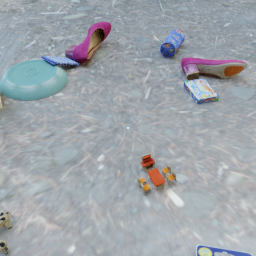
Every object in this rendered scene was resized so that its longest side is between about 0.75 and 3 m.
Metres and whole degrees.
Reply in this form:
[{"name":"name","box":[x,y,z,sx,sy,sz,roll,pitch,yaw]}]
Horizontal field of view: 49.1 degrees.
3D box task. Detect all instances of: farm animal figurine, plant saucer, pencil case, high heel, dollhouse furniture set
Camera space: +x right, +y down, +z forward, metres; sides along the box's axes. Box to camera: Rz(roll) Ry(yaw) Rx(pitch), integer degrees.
[{"name":"farm animal figurine","box":[-2.998,2.327,6.019,0.868,0.541,1.075,-5,42,-6]},{"name":"plant saucer","box":[-3.729,-2.035,11.019,2.653,0.477,2.653,0,41,0]},{"name":"pencil case","box":[2.090,-3.921,12.961,0.800,0.718,1.841,40,45,-6]},{"name":"high heel","box":[3.452,-2.603,11.399,2.505,0.843,1.201,-11,52,7]},{"name":"dollhouse furniture set","box":[0.657,1.152,7.314,0.945,0.487,0.935,-20,39,-11]},{"name":"high heel","box":[-1.401,-3.889,12.704,1.420,0.996,2.954,21,60,36]}]

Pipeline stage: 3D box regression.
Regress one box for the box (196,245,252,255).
[{"name":"box","box":[1.827,3.224,5.169,1.176,0.315,1.941,7,43,7]}]

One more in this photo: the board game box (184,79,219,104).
[{"name":"board game box","box":[2.717,-1.390,10.473,0.845,0.215,1.248,-10,42,-11]}]

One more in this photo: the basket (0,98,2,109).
[{"name":"basket","box":[-5.180,-1.276,9.673,1.376,1.107,1.364,-17,44,-17]}]

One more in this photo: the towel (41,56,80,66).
[{"name":"towel","box":[-2.836,-2.807,11.799,0.980,0.161,1.353,30,26,32]}]
